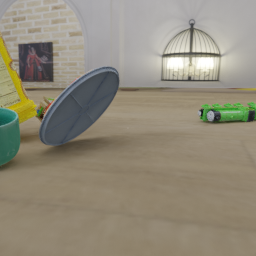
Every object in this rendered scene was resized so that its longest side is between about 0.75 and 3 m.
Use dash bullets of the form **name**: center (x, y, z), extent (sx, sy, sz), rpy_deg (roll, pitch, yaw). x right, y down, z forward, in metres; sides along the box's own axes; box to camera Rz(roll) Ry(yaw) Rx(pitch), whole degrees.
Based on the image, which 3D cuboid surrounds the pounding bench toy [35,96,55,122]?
- **pounding bench toy**: center (-2.111, -0.424, 7.113), extent (0.479, 0.602, 0.772), rpy_deg (45, 13, 11)

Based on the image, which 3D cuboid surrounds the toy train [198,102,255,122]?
- **toy train**: center (3.813, -0.512, 9.664), extent (2.966, 0.619, 0.836), rpy_deg (-4, 22, -19)

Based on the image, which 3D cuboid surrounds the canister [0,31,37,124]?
- **canister**: center (-3.381, -1.256, 6.445), extent (1.886, 2.539, 1.099), rpy_deg (-5, 22, 34)

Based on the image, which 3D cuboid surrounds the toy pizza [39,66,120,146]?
- **toy pizza**: center (-1.022, -0.478, 5.871), extent (0.339, 2.141, 2.141), rpy_deg (44, 25, 14)

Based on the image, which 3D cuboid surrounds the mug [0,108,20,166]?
- **mug**: center (-2.483, 0.184, 4.678), extent (1.309, 0.810, 1.076), rpy_deg (6, 23, 7)
